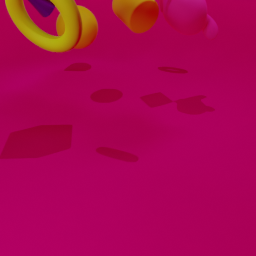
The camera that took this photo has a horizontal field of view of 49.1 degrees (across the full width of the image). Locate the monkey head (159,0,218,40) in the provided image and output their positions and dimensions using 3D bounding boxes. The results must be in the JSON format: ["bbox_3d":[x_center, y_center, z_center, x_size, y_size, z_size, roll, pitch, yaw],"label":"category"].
[{"bbox_3d":[1.418,-2.862,6.382,1.864,1.341,1.123,29,17,-34],"label":"monkey head"}]

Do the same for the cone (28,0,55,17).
[{"bbox_3d":[-3.273,-4.613,9.620,1.204,1.204,1.209,29,17,39],"label":"cone"}]

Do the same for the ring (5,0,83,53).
[{"bbox_3d":[-1.155,-1.550,3.848,1.160,1.160,0.232,13,54,21],"label":"ring"}]

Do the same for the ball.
[{"bbox_3d":[-1.394,-2.758,7.701,1.124,1.124,1.124,0,31,0],"label":"ball"}]

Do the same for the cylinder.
[{"bbox_3d":[0.182,-2.935,6.908,0.861,0.861,0.861,-18,54,-27],"label":"cylinder"}]
